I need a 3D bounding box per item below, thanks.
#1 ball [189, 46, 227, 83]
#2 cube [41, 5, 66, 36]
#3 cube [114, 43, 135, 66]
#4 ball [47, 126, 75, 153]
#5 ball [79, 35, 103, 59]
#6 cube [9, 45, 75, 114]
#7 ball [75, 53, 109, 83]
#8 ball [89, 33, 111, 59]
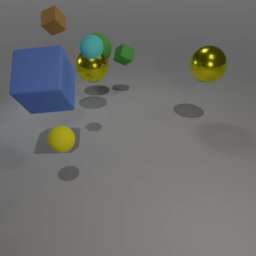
[{"bbox_3d":[3.061,-2.425,10.707,1.400,1.400,1.400,0,29,0],"label":"ball"},{"bbox_3d":[-2.894,-4.160,10.884,0.700,0.700,0.700,-14,-20,21],"label":"cube"},{"bbox_3d":[-0.188,-3.579,13.698,0.700,0.700,0.700,18,-17,-32],"label":"cube"},{"bbox_3d":[-1.736,0.295,7.294,0.700,0.700,0.700,0,29,0],"label":"ball"},{"bbox_3d":[-1.077,-2.382,8.251,0.700,0.700,0.700,0,29,0],"label":"ball"},{"bbox_3d":[-2.401,-1.352,8.127,1.400,1.400,1.400,-5,70,3],"label":"cube"},{"bbox_3d":[-1.523,-2.638,11.875,1.400,1.400,1.400,0,29,0],"label":"ball"},{"bbox_3d":[-1.470,-3.667,12.964,1.400,1.400,1.400,0,29,0],"label":"ball"}]
